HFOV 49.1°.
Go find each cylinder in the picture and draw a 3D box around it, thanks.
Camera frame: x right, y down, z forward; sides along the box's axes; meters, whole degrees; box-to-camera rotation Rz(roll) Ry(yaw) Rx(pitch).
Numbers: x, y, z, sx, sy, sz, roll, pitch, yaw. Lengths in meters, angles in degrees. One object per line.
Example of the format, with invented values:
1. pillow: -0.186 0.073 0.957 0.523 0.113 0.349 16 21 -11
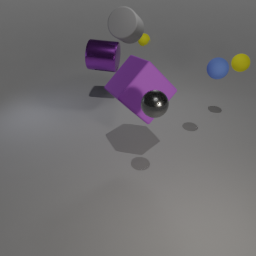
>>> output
1. cylinder: -1.162 -3.404 13.211 1.400 1.400 1.400 8 31 6
2. cylinder: -0.073 -4.755 13.058 1.400 1.400 1.400 9 10 15

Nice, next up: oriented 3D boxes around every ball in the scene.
1. ball: 4.422 -2.558 10.990 0.700 0.700 0.700 0 31 0
2. ball: 0.665 -0.600 6.978 0.700 0.700 0.700 0 31 0
3. ball: 0.904 -5.002 15.895 0.700 0.700 0.700 0 31 0
4. ball: 2.936 -1.949 9.165 0.700 0.700 0.700 0 31 0

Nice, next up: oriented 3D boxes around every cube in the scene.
1. cube: 0.368 -1.230 8.809 1.400 1.400 1.400 -50 31 2
